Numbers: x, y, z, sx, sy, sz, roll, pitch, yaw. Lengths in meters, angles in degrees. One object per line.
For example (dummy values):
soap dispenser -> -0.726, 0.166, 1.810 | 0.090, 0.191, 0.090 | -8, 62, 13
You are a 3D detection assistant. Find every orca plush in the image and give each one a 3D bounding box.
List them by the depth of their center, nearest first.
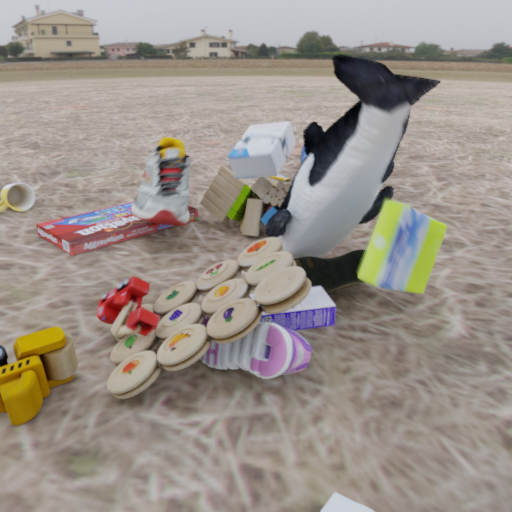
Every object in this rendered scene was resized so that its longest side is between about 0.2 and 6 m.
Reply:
orca plush -> 1.007, -1.577, 9.246 | 2.509, 4.769, 1.695 | -24, 67, -10

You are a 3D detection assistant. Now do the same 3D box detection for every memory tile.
memory tile -> -0.766, 0.735, 7.890 | 2.971, 0.249, 2.277 | -29, 23, 1

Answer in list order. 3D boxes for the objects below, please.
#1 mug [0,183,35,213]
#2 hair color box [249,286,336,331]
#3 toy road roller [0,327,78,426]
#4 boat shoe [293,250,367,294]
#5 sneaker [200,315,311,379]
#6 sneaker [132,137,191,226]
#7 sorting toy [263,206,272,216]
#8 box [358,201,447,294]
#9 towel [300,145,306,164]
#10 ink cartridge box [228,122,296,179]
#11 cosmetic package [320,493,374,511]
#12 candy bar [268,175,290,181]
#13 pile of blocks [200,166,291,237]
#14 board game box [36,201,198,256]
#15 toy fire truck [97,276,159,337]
mug -> -6.307, -1.537, 14.454 | 0.919, 0.736, 0.754 | -12, 17, -41
hair color box -> 0.568, 0.876, 9.090 | 1.277, 0.414, 0.698 | -4, 26, -14
toy road roller -> -2.840, 1.561, 7.081 | 1.255, 0.771, 0.916 | -18, 41, -26
boat shoe -> 1.209, 0.387, 10.008 | 1.936, 0.732, 0.715 | -7, -14, -7
sneaker -> -0.045, 1.243, 7.839 | 0.908, 0.826, 2.054 | 13, -4, -42
sneaker -> -2.066, -1.702, 12.498 | 1.244, 1.313, 3.196 | 7, 31, -15
sorting toy -> 0.978, -1.034, 13.004 | 0.837, 0.831, 2.413 | -9, 24, -35
box -> 2.303, -0.094, 8.778 | 0.494, 1.265, 2.074 | 22, 7, 34
towel -> 2.412, -2.819, 17.174 | 2.121, 0.922, 3.799 | 1, 24, 4
ink cartridge box -> 0.140, -2.207, 11.666 | 0.985, 0.577, 1.345 | 0, 41, 26
cosmetic package -> 0.621, 2.703, 4.673 | 0.684, 0.480, 1.348 | 16, 28, 33
candy bar -> 0.592, -2.454, 17.318 | 0.285, 0.127, 1.144 | -20, 31, -39
pile of blocks -> 0.512, -1.069, 12.765 | 3.632, 1.491, 1.129 | 12, 1, 31
board game box -> -3.189, -0.802, 13.174 | 3.322, 0.323, 1.710 | -20, 31, -40
toy fire truck -> -1.897, 0.820, 8.140 | 1.343, 0.327, 0.947 | -30, 43, 36
